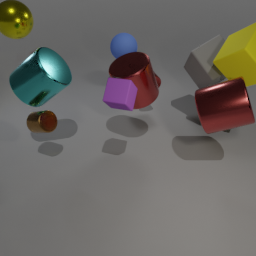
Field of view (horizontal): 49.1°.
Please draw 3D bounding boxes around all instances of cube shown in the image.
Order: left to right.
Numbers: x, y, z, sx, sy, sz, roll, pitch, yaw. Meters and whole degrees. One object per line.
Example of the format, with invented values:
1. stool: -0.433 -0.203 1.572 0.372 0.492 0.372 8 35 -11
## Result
1. cube: -0.211 -0.942 7.917 0.700 0.700 0.700 10 -9 19
2. cube: 3.298 -2.519 11.145 1.400 1.400 1.400 -32 80 -8
3. cube: 4.008 -2.374 9.288 1.400 1.400 1.400 -55 19 -20

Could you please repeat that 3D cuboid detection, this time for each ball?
1. ball: -4.305 -4.089 10.591 1.400 1.400 1.400 0 32 0
2. ball: -0.213 -4.150 14.372 1.400 1.400 1.400 0 32 0

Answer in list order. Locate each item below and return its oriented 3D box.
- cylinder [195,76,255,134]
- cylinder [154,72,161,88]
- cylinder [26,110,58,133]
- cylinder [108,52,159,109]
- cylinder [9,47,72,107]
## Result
1. cylinder: 2.857 -0.651 8.292 1.400 1.400 1.400 -15 26 24
2. cylinder: 0.945 -2.011 11.783 0.700 0.700 0.700 -10 38 -15
3. cylinder: -2.727 -0.192 8.889 0.700 0.700 0.700 -2 25 39
4. cylinder: 0.221 -1.594 9.455 1.400 1.400 1.400 -12 45 13
5. cylinder: -2.759 -1.596 8.910 1.400 1.400 1.400 -31 22 25
